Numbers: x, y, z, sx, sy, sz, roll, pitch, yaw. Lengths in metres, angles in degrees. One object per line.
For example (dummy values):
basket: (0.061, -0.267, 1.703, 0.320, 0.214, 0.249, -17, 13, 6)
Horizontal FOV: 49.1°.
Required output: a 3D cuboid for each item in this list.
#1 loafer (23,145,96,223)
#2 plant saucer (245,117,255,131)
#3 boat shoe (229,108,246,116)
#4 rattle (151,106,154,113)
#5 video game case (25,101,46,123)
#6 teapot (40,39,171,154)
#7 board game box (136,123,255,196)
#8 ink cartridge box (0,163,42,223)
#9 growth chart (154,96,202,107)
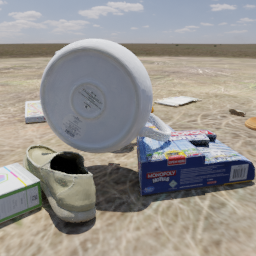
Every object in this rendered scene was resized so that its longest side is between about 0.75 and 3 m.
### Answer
loafer: (-1.470, 0.916, 6.175, 1.087, 0.981, 2.874, 8, 14, -41)
plant saucer: (5.347, -0.165, 10.932, 1.458, 0.273, 1.458, -1, 19, 0)
boat shoe: (4.934, -0.706, 12.612, 0.247, 0.274, 0.762, -8, 21, -43)
rattle: (-0.606, -0.682, 9.459, 1.669, 2.336, 1.521, 39, 19, -51)
video game case: (-3.342, -0.893, 13.018, 2.707, 0.340, 2.975, -6, 19, -18)
teapot: (-0.552, -0.782, 6.808, 2.739, 2.775, 2.027, -9, 11, 16)
board game box: (1.341, 0.566, 7.686, 2.911, 0.898, 2.909, -5, 19, -13)
ink cartridge box: (-2.930, 1.437, 5.448, 2.172, 0.644, 1.127, -17, 24, -41)
growth chart: (2.641, -1.466, 14.998, 2.275, 0.202, 1.646, -16, 23, -39)
